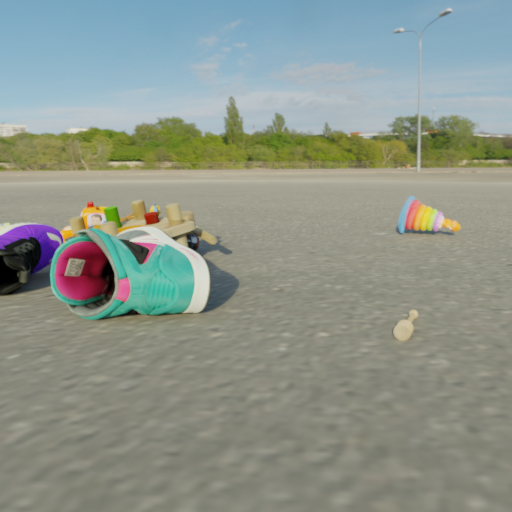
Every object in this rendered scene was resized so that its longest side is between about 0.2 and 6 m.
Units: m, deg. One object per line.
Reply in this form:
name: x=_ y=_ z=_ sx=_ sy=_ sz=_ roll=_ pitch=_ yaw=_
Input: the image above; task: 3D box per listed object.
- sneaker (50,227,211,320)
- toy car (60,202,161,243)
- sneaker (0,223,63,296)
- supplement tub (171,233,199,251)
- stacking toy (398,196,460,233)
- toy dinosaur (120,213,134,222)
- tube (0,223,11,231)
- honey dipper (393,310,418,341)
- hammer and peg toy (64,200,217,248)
sneaker: x=-2.053 y=0.172 z=7.891 sx=1.728 sy=1.196 sz=2.861 roll=5 pitch=7 yaw=-35
toy car: x=-3.357 y=-0.776 z=13.055 sx=1.704 sy=1.156 sz=3.474 roll=1 pitch=11 yaw=6
sneaker: x=-3.935 y=0.148 z=8.906 sx=1.342 sy=0.938 sz=2.698 roll=13 pitch=19 yaw=27
supplement tub: x=-1.711 y=-0.295 z=12.345 sx=0.848 sy=0.454 sz=0.454 roll=-8 pitch=13 yaw=-35
stacking toy: x=4.609 y=-0.947 z=14.756 sx=1.522 sy=0.883 sz=0.835 roll=17 pitch=38 yaw=23
toy dinosaur: x=-3.490 y=-0.706 z=13.942 sx=2.382 sy=0.720 sz=1.265 roll=6 pitch=13 yaw=34
tube: x=-7.142 y=-0.616 z=14.565 sx=1.448 sy=0.420 sz=0.376 roll=-5 pitch=55 yaw=-15
honey dipper: x=1.866 y=0.809 z=6.887 sx=0.200 sy=0.200 sz=1.055 roll=4 pitch=9 yaw=22
hammer and peg toy: x=-2.116 y=-0.549 z=10.989 sx=2.709 sy=0.955 sz=1.993 roll=-21 pitch=20 yaw=-36
